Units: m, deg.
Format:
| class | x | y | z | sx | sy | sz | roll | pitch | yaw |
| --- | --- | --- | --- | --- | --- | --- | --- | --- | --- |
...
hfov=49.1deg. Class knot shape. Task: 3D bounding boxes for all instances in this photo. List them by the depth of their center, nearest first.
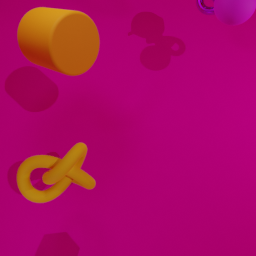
| class | x | y | z | sx | sy | sz | roll | pitch | yaw |
| --- | --- | --- | --- | --- | --- | --- | --- | --- | --- |
| knot shape | -1.437 | 0.952 | 6.210 | 1.756 | 1.643 | 0.811 | 4 | 52 | -35 |
| knot shape | 2.342 | -3.351 | 7.206 | 1.257 | 1.343 | 0.621 | 23 | 71 | 32 |

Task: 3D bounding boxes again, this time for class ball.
| class | x | y | z | sx | sy | sz | roll | pitch | yaw |
| --- | --- | --- | --- | --- | --- | --- | --- | --- | --- |
| ball | 2.435 | -2.823 | 6.382 | 0.920 | 0.920 | 0.920 | 0 | 77 | 0 |

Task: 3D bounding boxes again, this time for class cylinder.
| class | x | y | z | sx | sy | sz | roll | pitch | yaw |
| --- | --- | --- | --- | --- | --- | --- | --- | --- | --- |
| cylinder | -1.436 | -1.809 | 5.820 | 1.228 | 1.228 | 1.228 | 24 | 76 | 37 |
